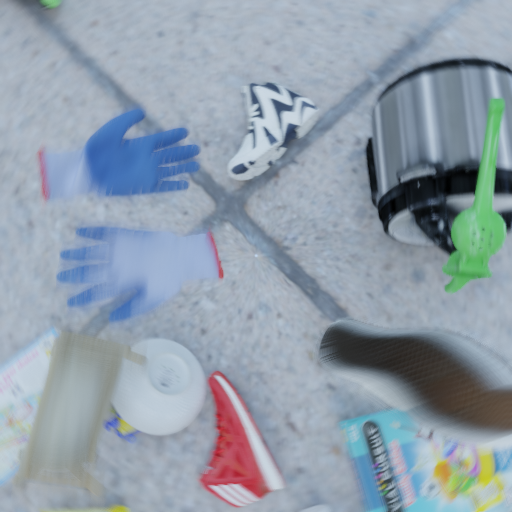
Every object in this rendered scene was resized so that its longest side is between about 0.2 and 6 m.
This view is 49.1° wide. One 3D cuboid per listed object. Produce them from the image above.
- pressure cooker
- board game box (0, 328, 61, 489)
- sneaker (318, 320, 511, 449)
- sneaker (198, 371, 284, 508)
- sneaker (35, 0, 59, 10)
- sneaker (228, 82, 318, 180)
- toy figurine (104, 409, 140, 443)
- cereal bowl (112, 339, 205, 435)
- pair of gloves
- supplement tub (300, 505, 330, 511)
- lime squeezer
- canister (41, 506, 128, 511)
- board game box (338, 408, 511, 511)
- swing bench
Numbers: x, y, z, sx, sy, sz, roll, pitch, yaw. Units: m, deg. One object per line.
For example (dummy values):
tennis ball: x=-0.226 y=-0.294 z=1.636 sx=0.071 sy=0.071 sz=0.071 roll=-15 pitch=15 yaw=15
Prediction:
pressure cooker: x=3.503 y=-1.502 z=10.054 sx=2.827 sy=2.872 sz=3.215 roll=1 pitch=73 yaw=-6
board game box: x=-4.187 y=2.762 z=10.214 sx=2.517 sy=0.431 sz=1.692 roll=-38 pitch=79 yaw=-9
sneaker: x=2.391 y=1.679 z=7.644 sx=1.427 sy=3.370 sz=1.227 roll=30 pitch=84 yaw=-30
sneaker: x=-0.597 y=3.301 z=9.848 sx=1.344 sy=0.911 sz=2.326 roll=-28 pitch=76 yaw=-8
sneaker: x=-5.318 y=-6.095 z=12.412 sx=2.505 sy=0.961 sz=1.049 roll=41 pitch=88 yaw=18
sneaker: x=-0.027 y=-2.695 z=11.413 sx=2.350 sy=0.938 sz=1.529 roll=-44 pitch=78 yaw=-11
toy figurine: x=-2.366 y=2.968 z=9.941 sx=1.453 sy=0.766 sz=0.870 roll=-12 pitch=100 yaw=-32
cereal bowl: x=-1.641 y=2.192 z=9.817 sx=1.720 sy=0.716 sz=1.720 roll=17 pitch=50 yaw=-22
pair of gloves: x=-1.570 y=-0.557 z=7.095 sx=2.112 sy=0.299 sz=2.627 roll=-12 pitch=87 yaw=-23
supplement tub: x=1.073 y=4.907 z=9.494 sx=0.736 sy=0.736 sz=1.116 roll=-19 pitch=76 yaw=-5
lime squeezer: x=3.060 y=-0.239 z=8.180 sx=0.718 sy=3.807 sz=1.344 roll=-7 pitch=46 yaw=2
canister: x=-2.988 y=4.890 z=9.549 sx=1.490 sy=0.645 sz=1.107 roll=-2 pitch=75 yaw=1
board game box: x=3.103 y=3.621 z=9.877 sx=2.755 sy=0.647 sz=2.080 roll=-15 pitch=76 yaw=-4
swing bench: x=-2.501 y=2.089 z=7.862 sx=1.215 sy=1.873 sz=1.863 roll=18 pitch=80 yaw=-18
